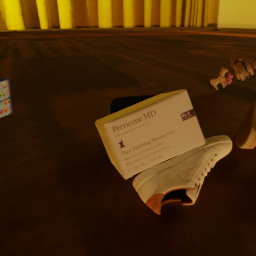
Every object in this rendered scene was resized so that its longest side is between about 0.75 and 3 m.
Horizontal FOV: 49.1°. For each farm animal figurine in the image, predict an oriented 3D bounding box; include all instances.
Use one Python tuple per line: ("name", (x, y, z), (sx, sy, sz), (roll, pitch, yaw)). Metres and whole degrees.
("farm animal figurine", (3.950, -2.125, 10.290), (1.712, 0.893, 1.693), (-31, 9, -6))

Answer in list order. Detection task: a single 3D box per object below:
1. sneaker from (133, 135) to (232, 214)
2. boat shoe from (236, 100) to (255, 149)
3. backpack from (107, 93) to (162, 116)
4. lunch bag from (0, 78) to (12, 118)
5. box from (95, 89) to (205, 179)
("sneaker", (1.080, 0.809, 4.648), (1.893, 0.689, 0.802), (-26, 55, -14))
("boat shoe", (3.135, -0.056, 6.646), (0.714, 0.788, 2.212), (32, 36, 13))
("backpack", (0.160, -0.091, 6.144), (1.266, 1.062, 1.029), (-2, 62, -16))
("lunch bag", (-3.615, -0.824, 7.473), (0.553, 1.176, 0.885), (36, 41, 18))
("box", (0.276, 0.049, 4.660), (1.364, 0.896, 1.371), (-23, 7, -9))
